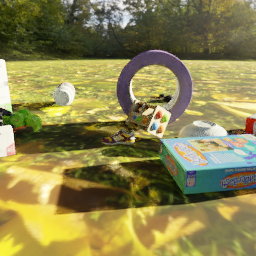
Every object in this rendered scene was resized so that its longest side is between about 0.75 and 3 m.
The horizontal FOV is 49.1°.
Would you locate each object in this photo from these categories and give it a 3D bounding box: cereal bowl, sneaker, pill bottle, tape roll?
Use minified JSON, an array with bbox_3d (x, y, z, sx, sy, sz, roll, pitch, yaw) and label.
[{"bbox_3d":[2.366,0.175,8.721,1.551,0.646,1.551,0,18,0],"label":"cereal bowl"},{"bbox_3d":[-0.316,0.256,8.724,1.050,0.473,0.393,-1,17,-5],"label":"sneaker"},{"bbox_3d":[-3.196,-1.656,13.960,1.017,1.017,1.838,-2,17,-7],"label":"pill bottle"},{"bbox_3d":[0.977,-1.502,10.526,2.738,2.738,1.164,1,17,3],"label":"tape roll"}]

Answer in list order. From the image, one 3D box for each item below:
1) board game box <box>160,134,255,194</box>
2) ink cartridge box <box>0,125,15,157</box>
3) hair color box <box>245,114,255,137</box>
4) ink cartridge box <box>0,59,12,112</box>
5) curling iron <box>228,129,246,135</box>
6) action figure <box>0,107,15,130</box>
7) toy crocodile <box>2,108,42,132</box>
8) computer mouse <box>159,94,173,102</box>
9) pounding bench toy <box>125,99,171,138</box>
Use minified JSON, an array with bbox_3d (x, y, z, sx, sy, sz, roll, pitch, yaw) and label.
[{"bbox_3d":[2.297,0.772,6.834,2.648,0.596,2.014,-2,17,-7],"label":"board game box"},{"bbox_3d":[-3.729,0.410,7.691,1.080,0.787,0.458,-9,19,-27],"label":"ink cartridge box"},{"bbox_3d":[5.192,-0.155,9.428,2.457,0.752,1.247,-16,23,-32],"label":"hair color box"},{"bbox_3d":[-5.918,-1.596,11.503,0.988,2.351,1.716,12,21,33],"label":"ink cartridge box"},{"bbox_3d":[4.080,0.488,8.197,0.663,0.342,2.675,-11,20,-32],"label":"curling iron"},{"bbox_3d":[-4.354,-0.155,8.580,1.174,1.367,2.301,-10,3,-3],"label":"action figure"},{"bbox_3d":[-4.299,-0.214,10.020,2.437,0.752,0.822,-4,18,4],"label":"toy crocodile"},{"bbox_3d":[2.123,-1.746,15.459,0.545,0.317,1.861,-5,18,-14],"label":"computer mouse"},{"bbox_3d":[0.865,-0.227,9.445,1.111,0.885,1.425,20,-3,40],"label":"pounding bench toy"}]
